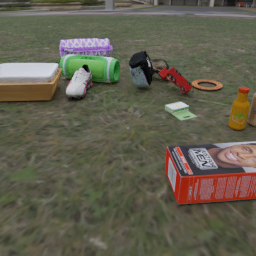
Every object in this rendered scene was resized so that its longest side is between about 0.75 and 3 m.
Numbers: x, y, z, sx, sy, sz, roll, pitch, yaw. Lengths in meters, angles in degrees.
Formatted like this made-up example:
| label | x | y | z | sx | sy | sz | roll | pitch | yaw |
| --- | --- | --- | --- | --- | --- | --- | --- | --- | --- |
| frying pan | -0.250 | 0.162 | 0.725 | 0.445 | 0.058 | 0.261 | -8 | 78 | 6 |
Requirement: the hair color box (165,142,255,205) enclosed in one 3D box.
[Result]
| label | x | y | z | sx | sy | sz | roll | pitch | yaw |
| --- | --- | --- | --- | --- | --- | --- | --- | --- | --- |
| hair color box | 2.164 | 0.930 | 6.164 | 2.456 | 0.752 | 1.247 | -3 | 27 | -6 |

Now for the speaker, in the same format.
| label | x | y | z | sx | sy | sz | roll | pitch | yaw |
| --- | --- | --- | --- | --- | --- | --- | --- | --- | --- |
| speaker | -1.718 | -2.700 | 12.665 | 2.593 | 1.147 | 1.147 | 8 | 29 | 15 |

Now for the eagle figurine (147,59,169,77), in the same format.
| label | x | y | z | sx | sy | sz | roll | pitch | yaw |
| --- | --- | --- | --- | --- | --- | --- | --- | --- | --- |
| eagle figurine | 1.317 | -2.685 | 12.965 | 1.355 | 1.028 | 1.023 | -4 | 7 | 4 |

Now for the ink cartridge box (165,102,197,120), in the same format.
| label | x | y | z | sx | sy | sz | roll | pitch | yaw |
| --- | --- | --- | --- | --- | --- | --- | --- | --- | --- |
| ink cartridge box | 1.821 | -0.602 | 9.663 | 0.702 | 0.231 | 0.965 | -13 | 29 | -24 |

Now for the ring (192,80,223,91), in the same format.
| label | x | y | z | sx | sy | sz | roll | pitch | yaw |
| --- | --- | --- | --- | --- | --- | --- | --- | --- | --- |
| ring | 3.419 | -1.850 | 12.138 | 1.291 | 0.124 | 1.291 | 1 | 28 | 0 |

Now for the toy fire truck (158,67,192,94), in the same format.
| label | x | y | z | sx | sy | sz | roll | pitch | yaw |
| --- | --- | --- | --- | --- | --- | --- | --- | --- | --- |
| toy fire truck | 1.927 | -1.955 | 11.502 | 0.382 | 1.106 | 1.568 | -41 | 79 | -4 |

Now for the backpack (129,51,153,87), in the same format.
| label | x | y | z | sx | sy | sz | roll | pitch | yaw |
| --- | --- | --- | --- | --- | --- | --- | --- | --- | --- |
| backpack | 0.532 | -2.346 | 11.555 | 0.836 | 1.320 | 1.102 | -2 | 42 | 26 |

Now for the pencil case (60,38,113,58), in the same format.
| label | x | y | z | sx | sy | sz | roll | pitch | yaw |
| --- | --- | --- | --- | --- | --- | --- | --- | --- | --- |
| pencil case | -2.447 | -4.455 | 15.826 | 2.931 | 1.230 | 1.253 | -9 | 6 | -14 |

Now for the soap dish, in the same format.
| label | x | y | z | sx | sy | sz | roll | pitch | yaw |
| --- | --- | --- | --- | --- | --- | --- | --- | --- | --- |
| soap dish | -4.036 | -1.821 | 11.056 | 2.628 | 1.067 | 2.067 | -2 | 28 | -2 |

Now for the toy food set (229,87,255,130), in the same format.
| label | x | y | z | sx | sy | sz | roll | pitch | yaw |
| --- | --- | --- | --- | --- | --- | --- | --- | --- | --- |
| toy food set | 4.592 | -0.420 | 8.150 | 2.862 | 1.288 | 1.366 | 18 | 33 | 30 |

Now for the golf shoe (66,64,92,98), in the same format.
| label | x | y | z | sx | sy | sz | roll | pitch | yaw |
| --- | --- | --- | --- | --- | --- | --- | --- | --- | --- |
| golf shoe | -2.003 | -1.880 | 11.268 | 0.784 | 0.995 | 2.160 | 3 | 29 | 5 |
